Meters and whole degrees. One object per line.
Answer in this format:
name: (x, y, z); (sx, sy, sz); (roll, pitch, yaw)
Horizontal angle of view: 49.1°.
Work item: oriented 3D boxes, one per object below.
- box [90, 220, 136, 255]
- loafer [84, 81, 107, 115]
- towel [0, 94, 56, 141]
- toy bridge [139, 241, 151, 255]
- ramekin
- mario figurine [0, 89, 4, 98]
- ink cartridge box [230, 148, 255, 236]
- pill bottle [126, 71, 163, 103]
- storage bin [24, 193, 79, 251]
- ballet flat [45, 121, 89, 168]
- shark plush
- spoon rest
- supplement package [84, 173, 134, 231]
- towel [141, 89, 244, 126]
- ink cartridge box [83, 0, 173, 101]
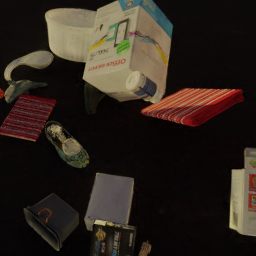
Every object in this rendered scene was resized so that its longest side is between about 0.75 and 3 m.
box: (-0.370, 2.819, 6.788); (1.037, 1.045, 0.260); (9, 11, 7)
loafer: (-1.100, -1.537, 10.551); (0.943, 0.950, 2.610); (4, 51, -1)
towel: (-3.554, -0.419, 10.039); (1.411, 0.219, 1.952); (10, 52, 6)
toy bridge: (0.185, 3.437, 6.494); (0.234, 0.578, 1.721); (16, 52, 14)
ramekin: (-1.926, -3.917, 11.787); (2.978, 1.452, 2.978); (8, 33, -5)
mario figurine: (-5.100, -1.328, 10.822); (0.822, 0.436, 0.507); (19, 87, 29)
ink cartridge box: (3.988, 1.671, 7.134); (2.412, 1.011, 2.117); (6, 80, 5)
pill bottle: (0.446, -1.018, 7.236); (0.530, 0.956, 0.530); (-28, 48, 36)
storage bin: (-1.937, 2.321, 7.308); (1.292, 0.941, 0.868); (30, 45, 23)
ballet flat: (-2.025, 0.469, 8.956); (2.062, 0.765, 0.765); (37, 59, 27)
shark plush: (-3.993, -1.454, 10.923); (1.653, 0.751, 0.688); (-17, 69, -40)
spoon rest: (-4.126, -2.680, 11.688); (1.084, 0.661, 2.181); (37, 60, 27)
supplement package: (-0.459, 2.044, 7.562); (1.062, 0.756, 1.364); (7, 50, 6)
towel: (1.938, -0.737, 9.079); (2.128, 0.331, 2.943); (-27, 19, -19)
ink cartridge box: (0.071, -2.641, 9.662); (2.052, 2.042, 2.797); (-5, 69, 38)
